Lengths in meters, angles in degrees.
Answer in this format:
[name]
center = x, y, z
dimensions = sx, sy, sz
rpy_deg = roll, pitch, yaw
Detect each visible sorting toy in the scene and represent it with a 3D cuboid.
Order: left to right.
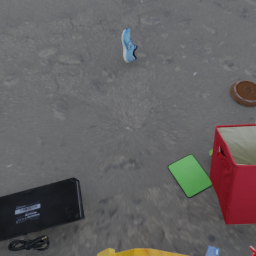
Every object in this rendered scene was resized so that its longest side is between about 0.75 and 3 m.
[sorting toy]
center = 3.858, 0.566, 7.629
dimensions = 2.985, 0.439, 2.206
rpy_deg = 16, 89, 11

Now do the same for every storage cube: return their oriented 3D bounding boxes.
[storage cube]
center = 2.894, 1.002, 6.300
dimensions = 1.856, 1.668, 1.586
rpy_deg = -2, 30, 2

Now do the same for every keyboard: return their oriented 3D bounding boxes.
[keyboard]
center = -2.341, 2.211, 6.687
dimensions = 2.599, 0.333, 1.561
rpy_deg = -15, 52, 0

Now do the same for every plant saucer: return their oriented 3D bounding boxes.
[plant saucer]
center = 3.956, -1.196, 9.266
dimensions = 1.096, 0.189, 1.096
rpy_deg = 0, 57, -1

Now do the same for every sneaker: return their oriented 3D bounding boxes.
[sneaker]
center = 0.099, -2.882, 9.723
dimensions = 0.516, 1.148, 0.450
rpy_deg = 0, 21, 21

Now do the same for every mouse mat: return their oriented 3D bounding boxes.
[mouse mat]
center = 1.733, 1.313, 7.812
dimensions = 0.874, 0.041, 1.086
rpy_deg = -24, 60, -14

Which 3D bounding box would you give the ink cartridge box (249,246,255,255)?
[ink cartridge box]
center = 2.411, 2.900, 4.327
dimensions = 0.814, 2.421, 1.407
rpy_deg = -45, 43, -8

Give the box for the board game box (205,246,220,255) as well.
[board game box]
center = 1.698, 3.362, 5.975
dimensions = 0.242, 0.950, 1.404
rpy_deg = 10, 57, 17

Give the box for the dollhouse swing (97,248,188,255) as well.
[dollhouse swing]
center = 0.330, 3.085, 5.398
dimensions = 1.654, 1.454, 1.503
rpy_deg = 22, 68, -24
